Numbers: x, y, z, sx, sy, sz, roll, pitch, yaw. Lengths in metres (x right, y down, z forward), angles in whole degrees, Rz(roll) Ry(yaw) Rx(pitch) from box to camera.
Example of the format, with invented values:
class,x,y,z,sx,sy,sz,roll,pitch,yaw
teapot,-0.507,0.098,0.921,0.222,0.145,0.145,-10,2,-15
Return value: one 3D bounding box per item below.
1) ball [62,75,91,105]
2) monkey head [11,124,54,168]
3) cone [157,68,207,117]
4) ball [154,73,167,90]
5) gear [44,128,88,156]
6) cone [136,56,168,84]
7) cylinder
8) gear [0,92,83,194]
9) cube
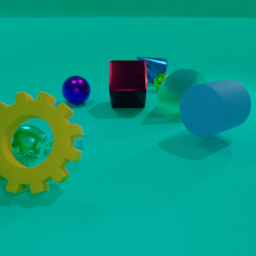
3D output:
class,x,y,z,sx,sy,sz,roll,pitch,yaw
ball,-1.970,-1.444,10.672,1.100,1.100,1.100,0,24,0
monkey head,-2.290,0.418,6.376,1.405,1.011,0.846,20,53,-2
cone,1.670,-1.472,9.717,1.666,1.666,1.672,-3,27,-6
ball,1.528,-1.993,12.279,0.789,0.789,0.789,0,24,0
gear,-1.801,0.334,7.692,1.352,0.250,1.352,0,24,0
cone,0.911,-3.018,13.220,1.384,1.379,1.379,26,10,-31
cylinder,2.358,-0.566,7.613,1.392,1.392,1.392,-14,27,-38
gear,-1.926,0.283,5.605,1.990,1.990,0.368,3,-9,6
cube,0.005,-1.553,10.071,1.273,1.273,1.273,0,66,1
